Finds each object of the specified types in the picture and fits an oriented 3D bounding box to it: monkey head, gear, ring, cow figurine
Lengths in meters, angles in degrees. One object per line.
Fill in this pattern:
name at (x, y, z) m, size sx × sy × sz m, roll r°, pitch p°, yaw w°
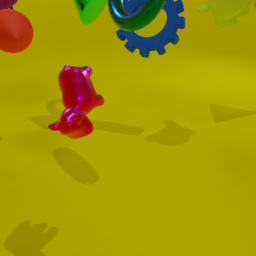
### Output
monkey head at (2.394, -3.207, 6.948) m, size 1.734 × 1.045 × 1.248 m, roll -39°, pitch 42°, yaw 2°
gear at (0.568, -2.799, 7.341) m, size 1.815 × 1.815 × 0.336 m, roll 9°, pitch 0°, yaw 17°
ring at (0.179, -2.805, 5.602) m, size 0.338 × 1.691 × 1.691 m, roll 1°, pitch 21°, yaw -42°
cow figurine at (-0.748, -0.386, 3.896) m, size 0.572 × 1.042 × 1.026 m, roll -18°, pitch 4°, yaw 25°

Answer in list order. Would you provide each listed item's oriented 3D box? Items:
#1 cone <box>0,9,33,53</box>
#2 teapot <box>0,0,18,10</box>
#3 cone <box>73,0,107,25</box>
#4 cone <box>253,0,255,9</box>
cone at (-2.532, -2.053, 6.241) m, size 1.006 × 1.006 × 1.010 m, roll -14°, pitch 33°, yaw -24°
teapot at (-3.422, -3.846, 7.416) m, size 1.294 × 2.082 × 1.019 m, roll 9°, pitch 26°, yaw 40°
cone at (-1.291, -3.604, 7.655) m, size 1.060 × 1.056 × 1.056 m, roll 42°, pitch 38°, yaw 4°
cone at (4.651, -3.841, 8.059) m, size 1.374 × 1.369 × 1.369 m, roll 23°, pitch 29°, yaw -4°
